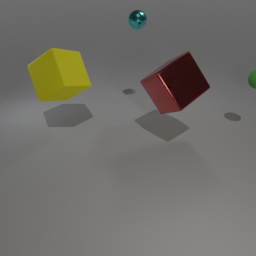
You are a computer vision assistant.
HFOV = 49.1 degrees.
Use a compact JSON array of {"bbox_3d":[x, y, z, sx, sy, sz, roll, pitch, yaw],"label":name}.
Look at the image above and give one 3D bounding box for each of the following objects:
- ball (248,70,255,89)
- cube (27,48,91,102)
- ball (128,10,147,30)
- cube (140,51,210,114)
[{"bbox_3d":[4.632,-1.729,9.931,0.700,0.700,0.700,0,31,0],"label":"ball"},{"bbox_3d":[-2.440,-1.857,10.048,1.400,1.400,1.400,-22,-4,32],"label":"cube"},{"bbox_3d":[0.362,-4.079,10.569,0.700,0.700,0.700,0,31,0],"label":"ball"},{"bbox_3d":[1.532,-1.452,9.307,1.400,1.400,1.400,-37,11,-16],"label":"cube"}]
